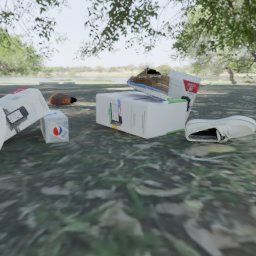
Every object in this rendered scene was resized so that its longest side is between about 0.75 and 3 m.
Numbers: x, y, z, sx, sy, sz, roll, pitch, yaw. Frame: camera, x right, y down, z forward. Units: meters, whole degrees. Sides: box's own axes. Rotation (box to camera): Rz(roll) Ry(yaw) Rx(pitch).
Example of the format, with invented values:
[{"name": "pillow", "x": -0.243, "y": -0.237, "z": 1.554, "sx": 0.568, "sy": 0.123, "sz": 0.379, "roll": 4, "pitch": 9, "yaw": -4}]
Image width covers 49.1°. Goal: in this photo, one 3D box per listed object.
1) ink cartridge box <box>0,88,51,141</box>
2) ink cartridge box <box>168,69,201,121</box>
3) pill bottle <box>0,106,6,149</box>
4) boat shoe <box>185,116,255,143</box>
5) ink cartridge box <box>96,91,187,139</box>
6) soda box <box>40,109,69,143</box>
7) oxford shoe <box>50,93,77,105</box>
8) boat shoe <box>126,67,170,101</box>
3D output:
[{"name": "ink cartridge box", "x": -3.149, "y": -0.320, "z": 7.288, "sx": 1.763, "sy": 0.735, "sz": 1.280, "roll": -39, "pitch": 31, "yaw": -30}, {"name": "ink cartridge box", "x": 1.823, "y": -1.153, "z": 10.152, "sx": 1.159, "sy": 1.591, "sz": 0.659, "roll": 16, "pitch": 35, "yaw": 5}, {"name": "pill bottle", "x": -3.881, "y": -0.107, "z": 5.562, "sx": 2.771, "sy": 1.613, "sz": 1.613, "roll": 7, "pitch": 13, "yaw": 34}, {"name": "boat shoe", "x": 2.354, "y": 0.085, "z": 7.164, "sx": 1.767, "sy": 0.636, "sz": 0.581, "roll": 2, "pitch": 39, "yaw": 12}, {"name": "ink cartridge box", "x": 0.356, "y": -0.512, "z": 8.847, "sx": 1.740, "sy": 1.009, "sz": 2.403, "roll": -10, "pitch": 18, "yaw": -41}, {"name": "soda box", "x": -2.141, "y": -0.105, "z": 8.001, "sx": 0.606, "sy": 0.652, "sz": 1.910, "roll": -4, "pitch": 13, "yaw": -20}, {"name": "oxford shoe", "x": -3.597, "y": -1.609, "z": 15.672, "sx": 0.703, "sy": 0.690, "sz": 1.938, "roll": 11, "pitch": 15, "yaw": 24}, {"name": "boat shoe", "x": 0.661, "y": -1.373, "z": 8.327, "sx": 0.760, "sy": 0.762, "sz": 2.104, "roll": 18, "pitch": 10, "yaw": -31}]
